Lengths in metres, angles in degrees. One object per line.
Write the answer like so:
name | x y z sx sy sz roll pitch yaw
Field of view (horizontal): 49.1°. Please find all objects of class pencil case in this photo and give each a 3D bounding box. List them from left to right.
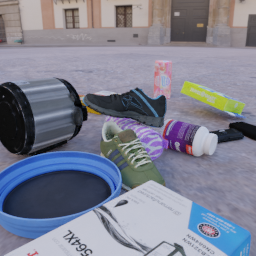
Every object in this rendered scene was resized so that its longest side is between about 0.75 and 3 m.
pencil case | 0.118 0.212 8.737 1.015 0.997 2.375 -1 20 -31

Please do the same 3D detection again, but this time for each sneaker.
sneaker | -0.064 -0.736 8.180 2.472 1.013 0.905 12 5 -12
sneaker | -0.023 0.645 7.169 0.917 1.228 2.735 -11 23 -27

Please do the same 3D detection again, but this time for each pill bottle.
pill bottle | 1.816 0.311 8.520 1.618 0.910 0.910 16 26 35

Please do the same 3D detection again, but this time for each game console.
game console | 3.765 0.163 9.860 2.224 0.268 1.312 -7 21 -21

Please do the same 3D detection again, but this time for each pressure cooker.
pressure cooker | -2.549 -0.456 8.577 2.467 2.204 2.170 -20 69 -47

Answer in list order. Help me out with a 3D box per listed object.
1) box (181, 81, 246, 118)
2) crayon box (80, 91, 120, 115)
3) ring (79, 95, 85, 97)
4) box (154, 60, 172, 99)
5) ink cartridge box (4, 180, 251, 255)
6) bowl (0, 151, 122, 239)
box | 3.667 -1.219 11.811 1.554 0.607 2.549 4 22 -45
crayon box | -1.341 -1.171 12.954 1.411 0.579 2.245 14 24 34
ring | -2.725 -1.507 14.513 1.364 0.131 1.364 0 21 0
box | 1.841 -2.563 14.798 0.892 1.885 0.967 3 21 8
ink cartridge box | 0.055 1.978 3.752 2.679 1.129 1.956 -18 27 -39
bowl | -1.554 1.354 6.252 2.831 0.556 2.831 0 21 0
